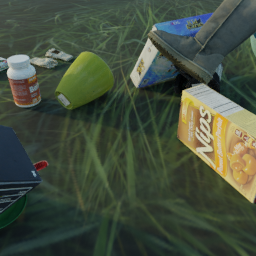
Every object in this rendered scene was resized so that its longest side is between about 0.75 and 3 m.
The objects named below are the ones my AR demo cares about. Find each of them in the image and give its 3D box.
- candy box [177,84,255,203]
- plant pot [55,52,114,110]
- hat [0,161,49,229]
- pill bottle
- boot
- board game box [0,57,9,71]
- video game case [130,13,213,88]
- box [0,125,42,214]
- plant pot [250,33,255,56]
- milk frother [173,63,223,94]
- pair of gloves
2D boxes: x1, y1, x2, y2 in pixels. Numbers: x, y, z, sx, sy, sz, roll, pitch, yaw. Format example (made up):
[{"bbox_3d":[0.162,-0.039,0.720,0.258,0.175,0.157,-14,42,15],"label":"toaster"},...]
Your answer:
[{"bbox_3d":[2.290,0.245,6.556,0.734,1.533,2.656,-19,41,-24],"label":"candy box"},{"bbox_3d":[-1.522,-1.366,9.031,1.507,1.507,1.611,23,57,28],"label":"plant pot"},{"bbox_3d":[-2.698,0.846,5.364,1.965,1.730,1.627,-3,39,-25],"label":"hat"},{"bbox_3d":[-3.326,-1.492,8.927,0.851,1.518,0.851,0,36,0],"label":"pill bottle"},{"bbox_3d":[1.860,-2.380,6.520,2.035,2.238,0.812,38,7,8],"label":"boot"},{"bbox_3d":[-5.526,-2.480,11.346,0.865,0.237,1.370,23,42,28],"label":"board game box"},{"bbox_3d":[1.757,-2.620,9.626,2.873,2.604,0.653,-20,72,-24],"label":"video game case"},{"bbox_3d":[-2.279,0.716,3.273,1.676,1.689,1.041,-37,73,7],"label":"box"},{"bbox_3d":[5.977,-3.277,11.065,2.320,1.562,2.320,-6,58,9],"label":"plant pot"},{"bbox_3d":[2.369,-2.001,9.377,1.635,1.812,1.704,11,37,14],"label":"milk frother"},{"bbox_3d":[-3.319,-3.012,12.051,1.301,0.268,1.531,24,43,28],"label":"pair of gloves"}]
